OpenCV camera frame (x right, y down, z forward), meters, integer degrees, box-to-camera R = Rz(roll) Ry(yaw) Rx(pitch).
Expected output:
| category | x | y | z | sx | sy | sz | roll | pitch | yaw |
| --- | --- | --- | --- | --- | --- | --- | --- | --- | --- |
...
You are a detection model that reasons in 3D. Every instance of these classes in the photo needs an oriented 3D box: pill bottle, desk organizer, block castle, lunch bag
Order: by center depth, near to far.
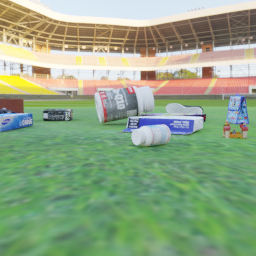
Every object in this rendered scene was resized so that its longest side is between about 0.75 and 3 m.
| category | x | y | z | sx | sy | sz | roll | pitch | yaw |
| --- | --- | --- | --- | --- | --- | --- | --- | --- | --- |
| pill bottle | 0.469 | 0.158 | 5.726 | 0.768 | 0.418 | 0.418 | -5 | 7 | -35 |
| block castle | 2.753 | 0.022 | 7.207 | 0.583 | 0.409 | 0.872 | 1 | 6 | 18 |
| pill bottle | -0.145 | -0.962 | 10.962 | 2.135 | 1.216 | 1.216 | -12 | 8 | -11 |
| lunch bag | 4.527 | -0.796 | 11.544 | 0.573 | 1.219 | 0.918 | -1 | 5 | -6 |
| desk organizer | -5.515 | -0.757 | 12.133 | 0.957 | 1.028 | 2.669 | 1 | 5 | 5 |

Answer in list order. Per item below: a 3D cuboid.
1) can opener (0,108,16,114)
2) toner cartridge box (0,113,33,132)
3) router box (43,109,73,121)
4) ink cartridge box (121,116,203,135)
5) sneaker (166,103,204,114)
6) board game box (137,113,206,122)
| category | x | y | z | sx | sy | sz | roll | pitch | yaw |
| --- | --- | --- | --- | --- | --- | --- | --- | --- | --- |
| can opener | -4.823 | -0.477 | 11.148 | 0.795 | 0.641 | 2.022 | 3 | 5 | -1 |
| toner cartridge box | -4.119 | -0.211 | 9.314 | 1.028 | 0.467 | 2.165 | -1 | 6 | 6 |
| router box | -3.372 | -0.650 | 13.652 | 1.277 | 0.530 | 1.705 | -1 | 6 | -7 |
| ink cartridge box | 1.138 | -0.138 | 8.777 | 2.119 | 0.431 | 2.123 | 2 | 6 | 23 |
| sneaker | 3.369 | -0.982 | 16.359 | 2.213 | 0.782 | 1.097 | 9 | 7 | 30 |
| board game box | 1.829 | -0.423 | 12.080 | 2.948 | 0.476 | 1.769 | -5 | 11 | -43 |
